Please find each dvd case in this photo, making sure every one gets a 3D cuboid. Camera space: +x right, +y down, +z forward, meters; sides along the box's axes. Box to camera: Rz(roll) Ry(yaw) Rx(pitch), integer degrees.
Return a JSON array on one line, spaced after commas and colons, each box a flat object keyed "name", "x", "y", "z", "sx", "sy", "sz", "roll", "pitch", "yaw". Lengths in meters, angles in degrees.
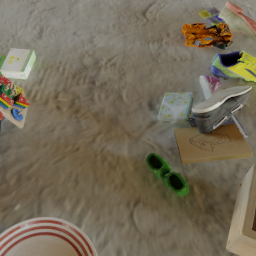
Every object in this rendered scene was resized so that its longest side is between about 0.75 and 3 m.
[{"name": "dvd case", "x": 2.755, "y": -0.011, "z": 8.610, "sx": 1.481, "sy": 0.118, "sz": 1.101, "roll": -12, "pitch": 54, "yaw": -9}]

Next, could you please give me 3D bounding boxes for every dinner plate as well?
[{"name": "dinner plate", "x": -1.956, "y": 3.296, "z": 5.968, "sx": 2.755, "sy": 0.334, "sz": 2.755, "roll": -1, "pitch": 53, "yaw": 1}]

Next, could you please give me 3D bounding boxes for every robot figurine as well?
[{"name": "robot figurine", "x": 3.213, "y": -3.702, "z": 11.108, "sx": 1.997, "sy": 0.581, "sz": 1.448, "roll": -3, "pitch": 54, "yaw": -2}]

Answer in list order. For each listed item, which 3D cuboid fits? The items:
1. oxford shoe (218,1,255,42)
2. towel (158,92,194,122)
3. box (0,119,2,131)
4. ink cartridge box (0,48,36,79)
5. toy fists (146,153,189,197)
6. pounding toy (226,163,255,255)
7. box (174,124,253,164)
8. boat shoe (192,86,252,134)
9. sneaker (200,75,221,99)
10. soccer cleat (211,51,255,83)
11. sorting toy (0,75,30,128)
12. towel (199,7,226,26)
[{"name": "oxford shoe", "x": 4.612, "y": -4.167, "z": 11.422, "sx": 0.805, "sy": 0.840, "sz": 2.275, "roll": -7, "pitch": 57, "yaw": -41}, {"name": "towel", "x": 1.516, "y": -0.668, "z": 8.777, "sx": 0.953, "sy": 0.268, "sz": 1.113, "roll": 2, "pitch": 54, "yaw": 28}, {"name": "box", "x": -4.417, "y": -0.160, "z": 7.173, "sx": 1.348, "sy": 2.590, "sz": 2.358, "roll": -10, "pitch": 53, "yaw": -6}, {"name": "ink cartridge box", "x": -4.403, "y": -2.373, "z": 10.238, "sx": 1.729, "sy": 0.414, "sz": 1.258, "roll": 5, "pitch": 54, "yaw": 1}, {"name": "toy fists", "x": 1.027, "y": 1.221, "z": 7.326, "sx": 1.391, "sy": 0.709, "sz": 0.478, "roll": 43, "pitch": 95, "yaw": 28}, {"name": "pounding toy", "x": 3.501, "y": 2.628, "z": 5.837, "sx": 2.551, "sy": 1.328, "sz": 2.903, "roll": 19, "pitch": 55, "yaw": 14}, {"name": "box", "x": 2.281, "y": 0.399, "z": 7.770, "sx": 1.827, "sy": 0.194, "sz": 1.493, "roll": -5, "pitch": 31, "yaw": 3}, {"name": "boat shoe", "x": 2.918, "y": -0.632, "z": 8.603, "sx": 2.740, "sy": 0.781, "sz": 0.916, "roll": -25, "pitch": 21, "yaw": -35}, {"name": "sneaker", "x": 2.897, "y": -1.368, "z": 9.466, "sx": 0.659, "sy": 0.419, "sz": 1.156, "roll": -1, "pitch": 54, "yaw": -7}, {"name": "soccer cleat", "x": 4.140, "y": -2.181, "z": 9.672, "sx": 2.484, "sy": 1.039, "sz": 0.803, "roll": 1, "pitch": 53, "yaw": 1}, {"name": "sorting toy", "x": -3.432, "y": -0.802, "z": 8.395, "sx": 0.399, "sy": 1.137, "sz": 2.360, "roll": -32, "pitch": 38, "yaw": 14}, {"name": "towel", "x": 3.829, "y": -4.869, "z": 12.275, "sx": 0.969, "sy": 0.154, "sz": 1.349, "roll": -20, "pitch": 55, "yaw": -16}]
